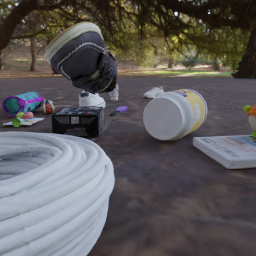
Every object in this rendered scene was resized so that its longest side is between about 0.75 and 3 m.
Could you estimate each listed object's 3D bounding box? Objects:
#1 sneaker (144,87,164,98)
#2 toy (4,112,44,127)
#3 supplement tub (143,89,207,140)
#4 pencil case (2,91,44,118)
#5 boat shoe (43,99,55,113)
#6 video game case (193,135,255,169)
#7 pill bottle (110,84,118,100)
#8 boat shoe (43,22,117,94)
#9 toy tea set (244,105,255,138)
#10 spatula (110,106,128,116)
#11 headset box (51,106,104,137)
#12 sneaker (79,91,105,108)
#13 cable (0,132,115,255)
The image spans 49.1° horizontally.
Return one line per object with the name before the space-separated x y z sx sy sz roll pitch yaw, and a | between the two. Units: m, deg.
sneaker | 1.455 -2.025 16.017 1.472 0.593 0.562 -13 20 -41
toy | -3.239 -0.327 8.786 0.819 0.336 1.423 0 12 -1
supplement tub | 1.175 -0.341 6.881 1.155 1.155 1.589 8 14 31
pencil case | -3.820 -0.893 10.319 0.857 0.789 1.855 -14 12 6
boat shoe | -3.038 -0.853 10.876 0.403 0.458 1.287 -11 19 -11
video game case | 2.668 0.421 5.662 2.233 0.201 1.599 -2 12 -9
pill bottle | -0.745 -1.909 14.940 0.458 0.807 0.458 -1 13 0
boat shoe | -0.474 -0.818 3.794 0.729 0.657 2.028 -36 0 4
toy tea set | 3.539 0.185 5.344 1.749 1.089 2.942 37 3 -14
spatula | -0.403 -0.637 10.631 0.436 0.158 1.542 2 13 16
headset box | -1.292 -0.219 7.629 1.173 0.609 1.576 0 11 -1
sneaker | -1.430 -1.200 11.452 0.924 0.896 2.531 0 12 -1
cable | -1.463 0.681 2.790 2.680 0.928 2.680 -6 12 -29
